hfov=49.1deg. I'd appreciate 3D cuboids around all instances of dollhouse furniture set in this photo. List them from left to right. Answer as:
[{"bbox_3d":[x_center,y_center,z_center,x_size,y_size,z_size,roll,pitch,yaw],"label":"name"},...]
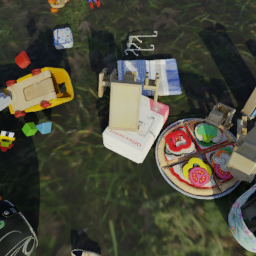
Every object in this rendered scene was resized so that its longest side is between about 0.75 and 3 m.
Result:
[{"bbox_3d":[-0.013,-1.004,9.362,1.967,1.491,2.244,6,22,3],"label":"dollhouse furniture set"},{"bbox_3d":[2.880,0.537,8.292,2.171,1.365,2.455,31,37,30],"label":"dollhouse furniture set"},{"bbox_3d":[5.902,-0.586,9.181,2.832,1.957,3.000,-29,63,-17],"label":"dollhouse furniture set"}]

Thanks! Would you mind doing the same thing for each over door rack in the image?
[{"bbox_3d":[0.582,-3.524,11.834,1.301,0.433,0.961,-3,55,23],"label":"over door rack"}]

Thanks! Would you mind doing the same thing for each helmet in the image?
[{"bbox_3d":[-3.566,3.047,7.012,2.125,2.125,2.026,36,48,20],"label":"helmet"}]

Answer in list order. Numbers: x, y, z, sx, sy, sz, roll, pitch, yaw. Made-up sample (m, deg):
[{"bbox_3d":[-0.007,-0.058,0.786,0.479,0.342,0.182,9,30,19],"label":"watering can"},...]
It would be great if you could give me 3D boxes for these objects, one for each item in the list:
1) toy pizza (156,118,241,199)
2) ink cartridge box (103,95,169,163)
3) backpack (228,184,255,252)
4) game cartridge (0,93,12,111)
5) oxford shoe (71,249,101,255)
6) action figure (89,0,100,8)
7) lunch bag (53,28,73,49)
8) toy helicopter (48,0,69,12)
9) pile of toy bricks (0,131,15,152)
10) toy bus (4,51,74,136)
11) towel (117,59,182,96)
[{"bbox_3d":[2.384,0.838,9.163,2.943,0.466,2.943,0,58,0],"label":"toy pizza"},{"bbox_3d":[0.286,-0.057,9.499,1.487,0.840,2.030,25,61,14],"label":"ink cartridge box"},{"bbox_3d":[4.054,2.336,7.570,2.548,1.613,2.126,-23,59,-15],"label":"backpack"},{"bbox_3d":[-5.637,-0.671,9.388,2.907,0.588,1.938,10,34,25],"label":"game cartridge"},{"bbox_3d":[-1.137,3.491,7.615,0.857,0.316,0.303,6,58,4],"label":"oxford shoe"},{"bbox_3d":[-1.857,-6.748,13.688,0.571,0.867,1.751,-16,57,-10],"label":"action figure"},{"bbox_3d":[-2.837,-3.881,12.154,0.833,0.393,1.040,-9,58,-3],"label":"lunch bag"},{"bbox_3d":[-3.377,-6.236,13.541,0.937,0.559,1.417,-15,53,-8],"label":"toy helicopter"},{"bbox_3d":[-4.651,0.423,9.344,1.679,0.932,0.829,12,86,-11],"label":"pile of toy bricks"},{"bbox_3d":[-3.187,-1.201,9.912,2.582,2.437,1.334,35,21,18],"label":"toy bus"},{"bbox_3d":[0.803,-2.025,11.056,2.458,0.293,1.805,-1,59,-1],"label":"towel"}]
